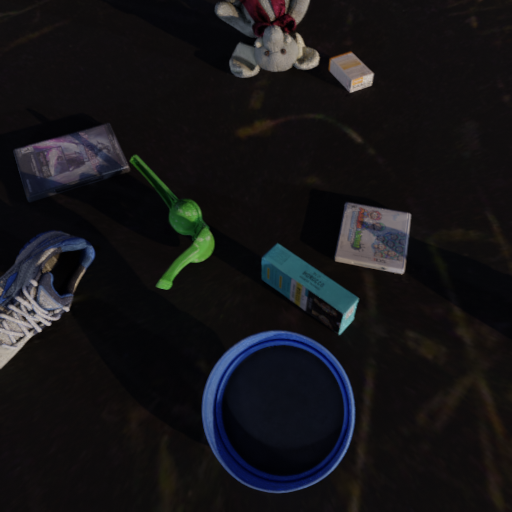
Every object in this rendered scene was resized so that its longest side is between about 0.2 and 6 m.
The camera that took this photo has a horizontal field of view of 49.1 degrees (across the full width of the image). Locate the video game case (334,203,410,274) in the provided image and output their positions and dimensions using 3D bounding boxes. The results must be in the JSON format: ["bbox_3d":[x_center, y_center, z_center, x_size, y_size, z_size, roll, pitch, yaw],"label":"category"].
[{"bbox_3d":[2.134,-0.351,10.199,1.223,0.159,1.344,11,54,9],"label":"video game case"}]

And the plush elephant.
[{"bbox_3d":[0.309,-5.180,12.687,2.250,2.732,2.115,-15,77,5],"label":"plush elephant"}]

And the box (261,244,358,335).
[{"bbox_3d":[0.848,0.540,9.228,1.677,0.690,0.412,35,61,23],"label":"box"}]

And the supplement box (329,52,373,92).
[{"bbox_3d":[2.181,-4.251,12.948,0.599,0.349,0.950,-22,57,-15],"label":"supplement box"}]

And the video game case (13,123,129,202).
[{"bbox_3d":[-3.753,-1.932,11.359,2.020,0.192,1.443,-21,56,-13],"label":"video game case"}]

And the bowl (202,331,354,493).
[{"bbox_3d":[0.311,2.110,7.731,2.123,0.417,2.123,-4,75,17],"label":"bowl"}]

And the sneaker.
[{"bbox_3d":[-3.548,0.689,8.598,1.234,1.116,2.898,-2,48,38],"label":"sneaker"}]

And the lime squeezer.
[{"bbox_3d":[-1.448,-0.522,9.858,1.272,0.679,3.601,5,39,-25],"label":"lime squeezer"}]
